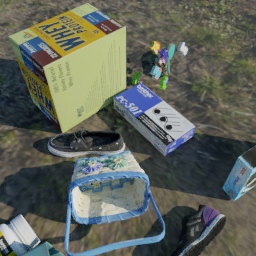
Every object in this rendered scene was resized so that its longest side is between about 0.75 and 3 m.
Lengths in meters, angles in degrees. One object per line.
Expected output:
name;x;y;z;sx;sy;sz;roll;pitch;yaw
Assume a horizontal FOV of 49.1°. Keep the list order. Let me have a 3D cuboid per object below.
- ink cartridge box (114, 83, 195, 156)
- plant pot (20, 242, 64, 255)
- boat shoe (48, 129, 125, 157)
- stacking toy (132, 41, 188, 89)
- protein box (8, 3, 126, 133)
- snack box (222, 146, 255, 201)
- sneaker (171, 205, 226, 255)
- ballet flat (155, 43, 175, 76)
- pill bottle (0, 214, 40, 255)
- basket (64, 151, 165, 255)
ink cartridge box;0.832;-0.378;9.613;1.290;0.607;2.743;-31;57;-23
plant pot;-2.312;3.669;5.915;2.018;1.426;1.426;-21;54;-9
boat shoe;-1.343;0.413;8.846;2.476;0.820;0.866;5;51;4
stacking toy;1.212;-2.414;10.710;1.549;0.483;2.055;18;77;43
protein box;-1.792;-2.006;9.449;2.933;2.912;1.979;-35;59;-25
snack box;4.054;0.814;7.975;2.832;1.645;0.525;-27;54;-21
sneaker;1.623;2.742;7.213;1.884;0.713;0.825;-32;41;-26
ballet flat;1.494;-2.904;11.696;0.700;0.631;1.860;5;54;16
pill bottle;-3.115;2.978;6.657;1.807;1.033;1.033;-36;60;-25
basket;-0.489;1.863;7.059;2.266;1.787;2.570;-9;42;-9
